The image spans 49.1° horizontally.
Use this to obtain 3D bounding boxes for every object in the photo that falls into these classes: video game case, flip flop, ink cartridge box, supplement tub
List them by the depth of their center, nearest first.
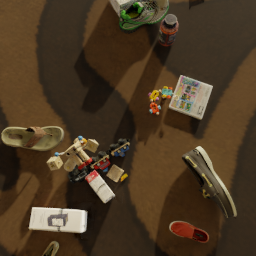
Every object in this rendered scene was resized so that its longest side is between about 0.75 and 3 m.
[{"bbox_3d":[-2.459,3.339,10.188,1.792,1.297,0.756,4,73,1],"label":"ink cartridge box"},{"bbox_3d":[-1.065,2.269,10.742,0.489,0.865,1.179,-38,76,-11],"label":"ink cartridge box"},{"bbox_3d":[-3.921,0.329,11.393,2.592,0.746,1.051,4,73,1],"label":"flip flop"},{"bbox_3d":[2.733,-1.349,12.204,1.487,0.194,1.634,21,75,6],"label":"video game case"},{"bbox_3d":[1.799,-4.348,12.441,0.791,1.478,0.791,0,74,0],"label":"supplement tub"}]

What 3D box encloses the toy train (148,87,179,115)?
[{"bbox_3d":[1.430,-1.176,12.073,1.376,0.383,1.034,-28,76,-5],"label":"toy train"}]

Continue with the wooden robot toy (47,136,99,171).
[{"bbox_3d":[-1.948,0.908,10.965,2.481,1.126,1.093,-33,105,26],"label":"wooden robot toy"}]

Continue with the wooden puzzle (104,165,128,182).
[{"bbox_3d":[-0.507,1.834,11.287,0.882,0.103,0.595,38,72,10],"label":"wooden puzzle"}]

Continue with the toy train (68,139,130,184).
[{"bbox_3d":[-1.069,1.329,11.229,2.865,0.489,0.656,-33,82,-9],"label":"toy train"}]

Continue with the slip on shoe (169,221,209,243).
[{"bbox_3d":[2.305,3.881,10.469,1.515,0.463,0.561,18,76,7],"label":"slip on shoe"}]

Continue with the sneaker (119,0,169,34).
[{"bbox_3d":[0.805,-5.360,12.941,2.630,1.120,1.026,-32,76,-10],"label":"sneaker"}]

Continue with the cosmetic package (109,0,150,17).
[{"bbox_3d":[0.420,-6.477,13.388,2.515,0.931,1.279,-28,75,-9],"label":"cosmetic package"}]

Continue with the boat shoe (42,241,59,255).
[{"bbox_3d":[-2.999,4.770,10.171,0.473,0.502,1.319,22,74,6],"label":"boat shoe"}]

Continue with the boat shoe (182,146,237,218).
[{"bbox_3d":[3.076,2.145,10.747,0.871,1.031,2.893,-24,68,-4],"label":"boat shoe"}]
